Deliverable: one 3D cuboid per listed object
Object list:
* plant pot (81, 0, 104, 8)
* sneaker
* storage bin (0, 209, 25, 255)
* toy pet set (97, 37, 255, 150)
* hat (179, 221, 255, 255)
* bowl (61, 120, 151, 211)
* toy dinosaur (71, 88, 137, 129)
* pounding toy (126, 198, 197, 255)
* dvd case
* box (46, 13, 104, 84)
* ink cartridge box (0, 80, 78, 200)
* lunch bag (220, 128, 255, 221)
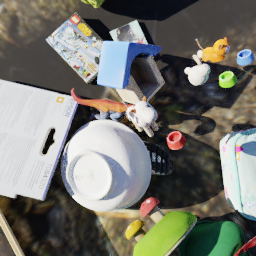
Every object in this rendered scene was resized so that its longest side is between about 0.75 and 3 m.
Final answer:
[{"bbox_3d":[-0.744,-3.865,6.626,1.737,1.737,1.650,31,99,2],"label":"plant pot"},{"bbox_3d":[0.041,0.712,6.670,2.160,0.977,0.718,16,64,-23],"label":"sneaker"},{"bbox_3d":[-3.544,2.923,5.919,2.297,1.077,2.281,-28,86,-25],"label":"storage bin"},{"bbox_3d":[0.680,-1.290,5.804,2.704,2.525,1.436,-48,129,-18],"label":"toy pet set"},{"bbox_3d":[1.928,2.005,5.306,1.721,1.515,1.426,-20,47,-27],"label":"hat"},{"bbox_3d":[-0.653,0.928,6.154,2.189,0.984,2.189,2,96,18],"label":"bowl"},{"bbox_3d":[-0.335,-0.355,6.442,1.452,1.600,0.840,-7,65,43],"label":"toy dinosaur"},{"bbox_3d":[0.528,2.138,5.952,1.634,2.117,0.982,-44,74,-6],"label":"pounding toy"},{"bbox_3d":[0.099,-2.118,7.140,0.777,0.117,1.065,-23,87,-2],"label":"dvd case"},{"bbox_3d":[-1.157,-1.992,7.036,1.026,0.299,1.499,-43,87,-3],"label":"box"},{"bbox_3d":[-2.668,0.180,6.337,2.592,0.561,2.544,14,63,1],"label":"ink cartridge box"},{"bbox_3d":[3.625,1.009,6.464,2.696,1.039,2.162,-5,86,0],"label":"lunch bag"}]
